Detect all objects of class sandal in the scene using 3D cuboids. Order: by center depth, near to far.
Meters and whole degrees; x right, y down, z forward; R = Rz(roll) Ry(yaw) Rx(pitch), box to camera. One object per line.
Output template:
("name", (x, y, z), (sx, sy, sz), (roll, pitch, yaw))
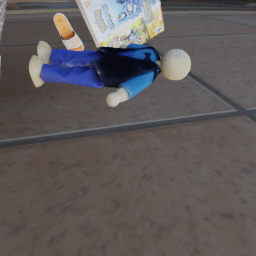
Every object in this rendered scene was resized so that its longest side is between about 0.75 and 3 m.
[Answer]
("sandal", (-2.047, -3.125, 9.520), (0.575, 1.501, 0.430), (-28, 36, 5))

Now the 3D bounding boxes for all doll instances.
("doll", (-0.261, -1.055, 4.943), (2.702, 0.655, 1.843), (0, 44, 1))

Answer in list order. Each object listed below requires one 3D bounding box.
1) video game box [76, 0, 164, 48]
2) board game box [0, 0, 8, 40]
("video game box", (-0.087, -2.646, 6.489), (1.785, 1.959, 0.459), (-32, 59, -3))
("board game box", (-4.112, -2.389, 6.283), (2.169, 2.720, 1.317), (4, -8, 21))
